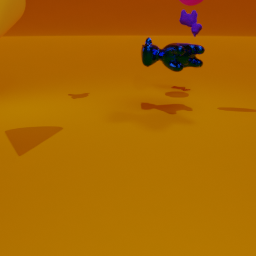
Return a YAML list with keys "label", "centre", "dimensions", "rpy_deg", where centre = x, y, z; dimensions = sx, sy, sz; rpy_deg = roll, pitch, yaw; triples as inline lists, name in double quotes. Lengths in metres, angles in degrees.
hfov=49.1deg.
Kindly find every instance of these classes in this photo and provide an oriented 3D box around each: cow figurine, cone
- label: "cow figurine"
  centre: [2.354, -3.943, 10.584]
  dimensions: [0.931, 0.916, 0.511]
  rpy_deg: [14, 8, 23]
- label: "cow figurine"
  centre: [1.242, -2.208, 8.438]
  dimensions: [1.654, 0.908, 1.627]
  rpy_deg: [-13, 28, -27]
- label: "cone"
  centre: [-2.585, -1.680, 4.725]
  dimensions: [1.595, 1.601, 1.595]
  rpy_deg: [-7, -24, -3]

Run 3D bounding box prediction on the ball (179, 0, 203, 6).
- label: "ball"
  centre: [1.972, -4.314, 8.595]
  dimensions: [1.034, 1.034, 1.034]
  rpy_deg: [0, 20, 0]
